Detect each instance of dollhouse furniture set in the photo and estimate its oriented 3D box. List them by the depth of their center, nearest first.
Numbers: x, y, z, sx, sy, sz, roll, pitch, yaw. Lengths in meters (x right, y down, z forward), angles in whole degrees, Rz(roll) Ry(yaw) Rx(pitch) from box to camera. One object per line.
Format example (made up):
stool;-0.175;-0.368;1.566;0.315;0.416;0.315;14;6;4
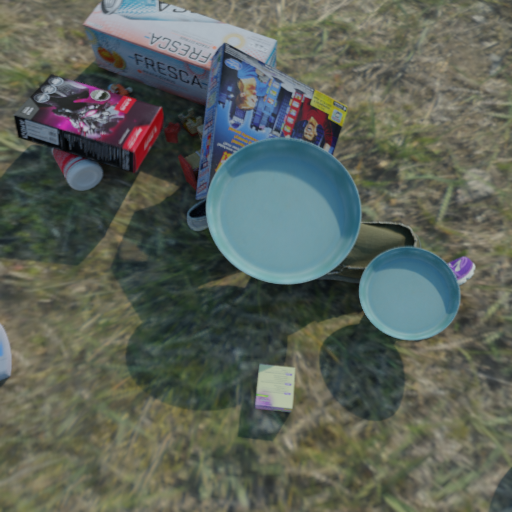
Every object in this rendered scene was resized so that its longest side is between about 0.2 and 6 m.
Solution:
dollhouse furniture set;-1.307;-2.250;11.879;0.969;0.733;1.801;-30;51;-13

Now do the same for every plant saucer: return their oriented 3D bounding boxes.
plant saucer;2.692;0.674;9.911;1.719;0.236;1.719;-3;67;8
plant saucer;0.481;-0.788;9.966;2.735;0.375;2.735;1;73;-4

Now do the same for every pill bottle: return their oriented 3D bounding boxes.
pill bottle;-3.773;-2.044;11.630;0.736;0.736;1.311;-29;64;-13

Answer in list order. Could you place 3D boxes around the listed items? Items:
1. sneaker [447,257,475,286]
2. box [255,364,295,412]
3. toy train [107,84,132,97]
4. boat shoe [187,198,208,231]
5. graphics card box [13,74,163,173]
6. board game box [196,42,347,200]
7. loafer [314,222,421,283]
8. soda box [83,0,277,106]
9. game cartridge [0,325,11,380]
sneaker;3.255;0.304;10.400;1.728;0.697;0.721;-16;96;-12
box;0.332;2.313;9.789;0.634;0.348;0.721;5;64;2
toy train;-3.012;-3.126;12.303;1.301;0.482;1.732;-36;70;-15
boat shoe;-0.719;-1.026;11.257;1.498;0.534;0.523;-31;69;-11
graphics card box;-3.335;-2.708;11.355;2.511;0.639;1.575;17;50;2
board game box;0.047;-2.148;10.916;2.817;0.869;2.815;22;82;-19
loafer;1.664;-0.129;10.556;3.029;1.055;1.139;-6;65;-3
soda box;-1.635;-4.509;12.511;4.115;1.308;1.407;23;67;10
game cartridge;-4.948;1.708;10.148;0.865;0.263;1.297;-22;67;-14
